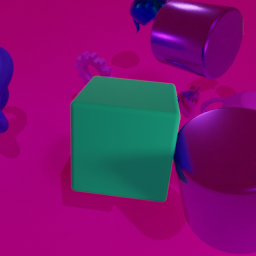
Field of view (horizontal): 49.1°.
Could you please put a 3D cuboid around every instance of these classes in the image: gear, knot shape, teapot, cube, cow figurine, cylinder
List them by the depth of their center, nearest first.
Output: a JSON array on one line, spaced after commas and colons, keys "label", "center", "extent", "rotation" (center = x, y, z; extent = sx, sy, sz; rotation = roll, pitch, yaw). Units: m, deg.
[{"label": "cylinder", "center": [1.350, 0.670, 3.642], "extent": [1.375, 1.375, 1.375], "rotation": [-11, 40, 9]}, {"label": "cube", "center": [-0.022, 0.081, 3.754], "extent": [1.200, 1.200, 1.200], "rotation": [6, 25, 4]}, {"label": "teapot", "center": [2.076, 0.057, 4.524], "extent": [1.964, 0.962, 1.221], "rotation": [32, 42, 18]}, {"label": "cylinder", "center": [1.323, -1.744, 5.463], "extent": [1.295, 1.295, 1.295], "rotation": [-35, 45, -28]}, {"label": "knot shape", "center": [-2.990, -0.858, 5.979], "extent": [0.913, 1.849, 1.976], "rotation": [5, 2, -26]}, {"label": "cow figurine", "center": [0.891, -0.666, 6.326], "extent": [1.325, 1.304, 0.727], "rotation": [38, 39, -10]}, {"label": "gear", "center": [-0.890, -1.464, 7.386], "extent": [1.116, 1.116, 0.206], "rotation": [25, 54, 21]}, {"label": "teapot", "center": [0.643, -3.506, 8.370], "extent": [1.186, 1.907, 0.934], "rotation": [-41, 103, -33]}]
